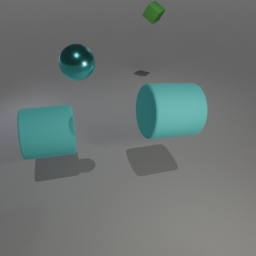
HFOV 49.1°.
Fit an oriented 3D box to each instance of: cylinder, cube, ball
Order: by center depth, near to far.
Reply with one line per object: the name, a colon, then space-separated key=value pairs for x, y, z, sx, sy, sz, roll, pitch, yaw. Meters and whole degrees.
ball: x=-0.983 y=-1.264 z=5.413 sx=0.700 sy=0.700 sz=0.700 roll=0 pitch=31 yaw=0
cylinder: x=1.088 y=-0.459 z=7.311 sx=1.400 sy=1.400 sz=1.400 roll=-4 pitch=30 yaw=-20
cylinder: x=-2.215 y=0.106 z=7.769 sx=1.400 sy=1.400 sz=1.400 roll=-6 pitch=31 yaw=-13
cube: x=1.266 y=-5.650 z=13.701 sx=0.700 sy=0.700 sz=0.700 roll=42 pitch=47 yaw=2
